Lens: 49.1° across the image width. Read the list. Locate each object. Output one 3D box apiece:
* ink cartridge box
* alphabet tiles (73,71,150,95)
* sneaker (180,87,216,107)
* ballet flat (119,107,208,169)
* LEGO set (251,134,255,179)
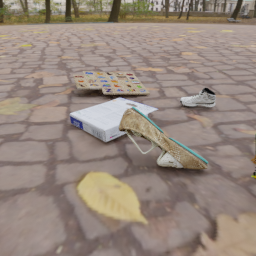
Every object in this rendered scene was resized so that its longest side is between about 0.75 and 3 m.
[{"bbox_3d":[-0.435,-0.331,8.516,1.993,0.432,1.957,-20,27,-33],"label":"ink cartridge box"},{"bbox_3d":[-0.790,-1.908,11.704,2.833,0.107,2.368,-2,31,-18],"label":"alphabet tiles"},{"bbox_3d":[2.471,-1.141,9.875,1.232,0.709,0.465,4,42,12],"label":"sneaker"},{"bbox_3d":[0.730,0.425,6.505,2.294,0.749,0.809,36,-5,14],"label":"ballet flat"},{"bbox_3d":[3.597,0.927,4.781,2.838,1.644,2.182,0,0,-35],"label":"LEGO set"}]
